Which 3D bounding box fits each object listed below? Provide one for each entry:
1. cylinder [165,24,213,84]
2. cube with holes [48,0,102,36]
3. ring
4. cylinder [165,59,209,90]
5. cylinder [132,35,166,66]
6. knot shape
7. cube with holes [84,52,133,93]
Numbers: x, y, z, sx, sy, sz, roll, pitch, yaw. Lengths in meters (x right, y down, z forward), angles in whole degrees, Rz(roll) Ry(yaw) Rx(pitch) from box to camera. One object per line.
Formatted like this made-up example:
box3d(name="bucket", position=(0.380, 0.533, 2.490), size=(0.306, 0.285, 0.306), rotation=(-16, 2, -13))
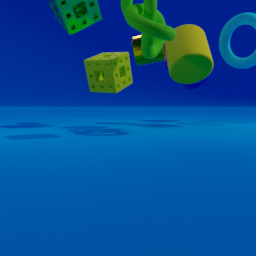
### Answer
box3d(name="cylinder", position=(1.927, -2.353, 9.011), size=(1.356, 1.356, 1.356), rotation=(-2, -32, -1))
box3d(name="cube with holes", position=(-1.619, -3.667, 8.197), size=(1.128, 1.128, 1.128), rotation=(-31, 53, -11))
box3d(name="ring", position=(3.846, -2.883, 9.331), size=(0.357, 1.785, 1.785), rotation=(-16, 13, -37))
box3d(name="cylinder", position=(2.452, -2.499, 11.544), size=(1.357, 1.357, 1.357), rotation=(5, -28, 45))
box3d(name="cylinder", position=(0.752, -2.781, 9.804), size=(1.034, 1.034, 1.034), rotation=(-8, 3, 13))
box3d(name="knot shape", position=(0.403, -2.665, 6.672), size=(0.880, 1.782, 1.905), rotation=(-26, -1, 10))
box3d(name="cube with holes", position=(-0.559, -1.659, 8.307), size=(0.953, 0.953, 0.953), rotation=(7, 29, 31))
